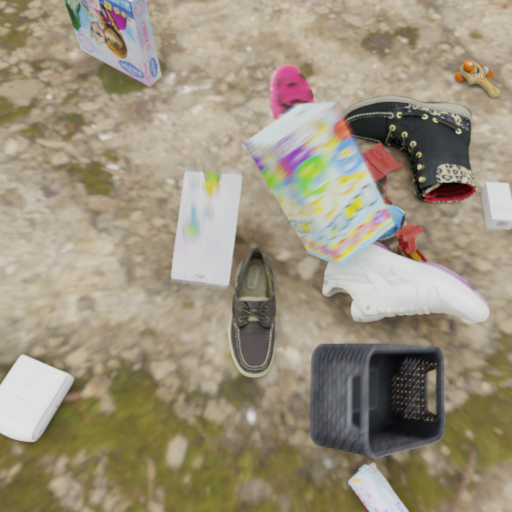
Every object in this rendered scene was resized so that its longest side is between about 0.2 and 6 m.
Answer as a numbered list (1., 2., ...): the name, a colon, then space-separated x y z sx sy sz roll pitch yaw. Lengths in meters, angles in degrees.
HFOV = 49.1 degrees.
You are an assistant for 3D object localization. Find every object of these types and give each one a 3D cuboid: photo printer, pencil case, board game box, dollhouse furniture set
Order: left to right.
1. photo printer: -3.773 2.371 9.236 1.030 0.430 1.238 20 61 12
2. board game box: -3.343 -5.301 12.770 2.317 2.312 0.477 31 65 18
3. board game box: 1.041 -1.168 9.212 1.201 2.331 1.222 -38 24 -12
4. pencil case: 1.922 3.737 8.333 0.524 0.572 1.261 -33 63 -7
5. dollhouse furniture set: 2.607 -0.858 10.716 0.934 1.236 2.297 -27 62 -15

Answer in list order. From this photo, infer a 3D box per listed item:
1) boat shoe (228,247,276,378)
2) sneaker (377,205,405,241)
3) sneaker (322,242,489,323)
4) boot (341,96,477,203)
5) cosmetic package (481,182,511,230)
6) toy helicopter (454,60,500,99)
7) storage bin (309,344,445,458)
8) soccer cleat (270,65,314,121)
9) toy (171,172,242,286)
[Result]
1. boat shoe: -0.083 0.932 9.905 0.864 0.765 2.360 -2 59 -2
2. sneaker: 1.900 -0.786 10.614 1.830 0.823 0.717 13 84 32
3. sneaker: 2.526 0.699 9.840 2.925 1.095 1.457 23 85 30
4. boot: 3.184 -2.215 11.677 2.810 1.014 2.122 3 61 2
5. cosmetic package: 4.888 -1.017 11.337 0.484 0.352 0.952 5 57 3
6. toy helicopter: 5.359 -4.192 13.279 0.774 0.462 1.171 -30 74 -27
7. storage bin: 1.733 1.931 7.832 0.941 2.008 1.357 -5 80 44
8. soccer cleat: 0.758 -2.286 10.458 0.833 1.030 2.386 -20 94 -12
9. toy: -0.858 -0.516 10.395 1.152 0.472 2.000 6 91 19
